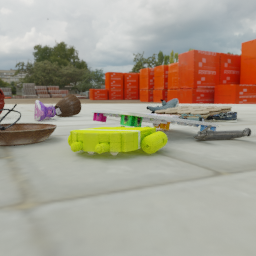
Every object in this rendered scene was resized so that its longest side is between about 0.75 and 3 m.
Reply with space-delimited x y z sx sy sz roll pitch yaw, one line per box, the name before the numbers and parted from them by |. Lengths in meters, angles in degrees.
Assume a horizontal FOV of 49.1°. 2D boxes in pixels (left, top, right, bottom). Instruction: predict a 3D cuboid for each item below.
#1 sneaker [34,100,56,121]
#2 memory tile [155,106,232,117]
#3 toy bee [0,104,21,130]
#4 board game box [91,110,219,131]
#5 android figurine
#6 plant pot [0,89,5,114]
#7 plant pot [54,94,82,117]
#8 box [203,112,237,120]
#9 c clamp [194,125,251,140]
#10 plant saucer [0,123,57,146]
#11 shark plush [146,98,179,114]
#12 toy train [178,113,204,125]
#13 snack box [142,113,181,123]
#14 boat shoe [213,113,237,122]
sneaker | -3.800 -0.775 12.890 0.987 0.898 2.232 6 3 -17
memory tile | 2.892 -0.760 12.770 2.295 0.251 2.994 -12 12 -35
toy bee | -4.422 -0.704 7.161 2.897 1.575 1.896 -21 44 4
board game box | 0.572 -0.151 7.437 2.566 0.332 2.566 6 2 -24
android figurine | -0.253 0.209 5.339 1.882 0.425 2.068 1 6 23
plant pot | -7.363 -1.377 13.669 2.047 2.105 2.105 9 8 11
plant pot | -3.314 -1.065 14.828 1.188 1.188 1.271 3 21 27
box | 4.347 -0.608 13.343 1.486 0.372 1.497 2 7 26
c clamp | 2.135 0.151 6.257 1.437 0.195 1.227 -1 -14 -16
plant saucer | -2.662 0.130 6.563 1.959 0.358 1.959 -1 7 0
shark plush | 1.853 -1.128 15.291 2.339 0.974 1.062 -3 7 -26
toy train | 2.345 -0.288 10.438 0.974 0.415 0.555 3 19 10
snack box | 1.185 -0.447 12.114 0.886 0.300 2.464 -6 9 -45
boat shoe | 4.084 -0.447 11.854 0.434 0.358 1.159 -7 7 -24
